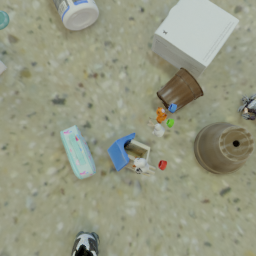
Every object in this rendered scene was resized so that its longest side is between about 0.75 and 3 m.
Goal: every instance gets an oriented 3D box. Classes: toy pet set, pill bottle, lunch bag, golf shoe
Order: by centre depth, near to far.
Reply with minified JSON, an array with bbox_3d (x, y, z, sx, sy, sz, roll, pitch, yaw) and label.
[{"bbox_3d":[-1.254,4.402,7.963,1.038,1.261,2.669,-7,82,-2],"label":"golf shoe"},{"bbox_3d":[0.297,0.355,8.221,1.141,2.006,2.149,25,55,-14],"label":"toy pet set"},{"bbox_3d":[-1.531,0.735,8.526,0.626,1.303,1.624,-24,82,-5],"label":"lunch bag"},{"bbox_3d":[-1.976,-4.575,9.425,1.263,1.263,2.219,-24,82,-4],"label":"pill bottle"}]

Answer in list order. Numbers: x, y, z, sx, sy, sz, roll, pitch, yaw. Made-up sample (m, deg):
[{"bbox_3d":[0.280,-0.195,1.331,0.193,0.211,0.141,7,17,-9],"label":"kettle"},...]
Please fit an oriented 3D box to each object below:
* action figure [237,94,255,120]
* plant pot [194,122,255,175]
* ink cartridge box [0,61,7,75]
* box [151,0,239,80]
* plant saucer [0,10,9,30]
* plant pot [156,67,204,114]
[{"bbox_3d":[4.349,-0.470,9.105,1.124,0.599,1.727,-42,80,-1],"label":"action figure"},{"bbox_3d":[3.000,0.546,8.476,1.714,1.487,1.714,0,80,1],"label":"plant pot"},{"bbox_3d":[-5.481,-2.237,8.735,2.904,1.867,1.819,40,82,5],"label":"ink cartridge box"},{"bbox_3d":[2.114,-3.001,9.150,1.950,1.275,1.940,36,82,6],"label":"box"},{"bbox_3d":[-4.587,-3.834,9.874,0.765,0.138,0.765,0,81,0],"label":"plant saucer"},{"bbox_3d":[1.609,-1.139,8.982,1.142,1.153,1.153,-38,83,1],"label":"plant pot"}]
